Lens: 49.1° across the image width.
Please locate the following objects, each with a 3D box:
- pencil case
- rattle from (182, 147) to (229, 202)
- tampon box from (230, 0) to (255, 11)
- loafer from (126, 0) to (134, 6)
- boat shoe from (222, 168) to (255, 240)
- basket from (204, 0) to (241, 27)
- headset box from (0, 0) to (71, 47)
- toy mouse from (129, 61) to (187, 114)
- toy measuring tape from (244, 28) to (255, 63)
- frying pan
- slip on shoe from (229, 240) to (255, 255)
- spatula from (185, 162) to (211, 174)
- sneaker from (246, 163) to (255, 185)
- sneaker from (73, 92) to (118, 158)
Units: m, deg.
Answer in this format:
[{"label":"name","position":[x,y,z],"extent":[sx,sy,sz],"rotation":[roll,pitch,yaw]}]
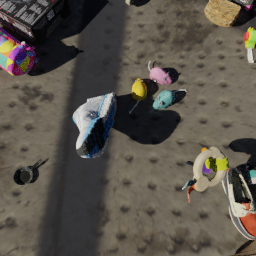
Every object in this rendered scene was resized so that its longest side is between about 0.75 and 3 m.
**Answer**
[{"label":"pencil case","position":[-4.463,-2.922,9.726],"extent":[2.789,1.232,1.232],"rotation":[33,71,12]},{"label":"rattle","position":[1.773,1.134,7.332],"extent":[1.542,1.004,1.101],"rotation":[-47,37,-8]},{"label":"tampon box","position":[4.884,-5.563,10.838],"extent":[0.945,1.121,1.496],"rotation":[41,73,15]},{"label":"loafer","position":[0.008,-5.406,11.130],"extent":[0.485,0.537,1.420],"rotation":[4,58,3]},{"label":"boat shoe","position":[3.240,2.113,7.928],"extent":[0.720,0.633,2.023],"rotation":[-12,69,-7]},{"label":"basket","position":[3.584,-4.375,10.755],"extent":[1.207,0.899,0.862],"rotation":[33,104,12]},{"label":"headset box","position":[-3.874,-4.615,10.487],"extent":[2.716,1.049,2.021],"rotation":[30,71,13]},{"label":"toy mouse","position":[1.097,-1.410,9.501],"extent":[1.891,0.412,2.128],"rotation":[6,68,3]},{"label":"toy measuring tape","position":[4.498,-3.083,10.153],"extent":[0.537,0.537,1.461],"rotation":[6,68,2]},{"label":"frying pan","position":[-3.089,1.301,8.524],"extent":[0.574,0.155,0.950],"rotation":[21,67,8]},{"label":"slip on shoe","position":[3.542,3.231,7.332],"extent":[2.460,0.935,0.745],"rotation":[-8,54,-4]},{"label":"spatula","position":[2.144,1.189,8.603],"extent":[0.830,0.085,0.235],"rotation":[17,68,7]},{"label":"sneaker","position":[4.366,1.231,8.298],"extent":[1.719,0.614,0.687],"rotation":[-7,72,-2]},{"label":"sneaker","position":[-1.145,-0.096,8.307],"extent":[1.206,1.043,2.783],"rotation":[0,33,13]}]
